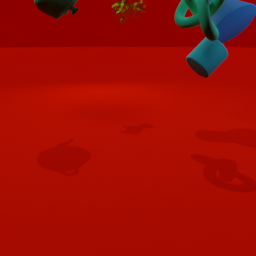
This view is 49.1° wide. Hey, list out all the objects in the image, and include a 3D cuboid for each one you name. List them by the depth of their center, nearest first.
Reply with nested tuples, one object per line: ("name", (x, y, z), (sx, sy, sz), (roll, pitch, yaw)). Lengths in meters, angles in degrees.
("knot shape", (1.586, -2.786, 6.404), (0.721, 1.560, 1.460), (-20, 26, -14))
("teapot", (-1.685, -3.310, 7.094), (1.277, 1.005, 2.053), (-46, 20, -3))
("cylinder", (2.252, -2.020, 8.016), (0.840, 0.840, 0.840), (-46, 24, 1))
("cone", (2.758, -3.552, 8.339), (1.417, 1.417, 1.423), (-13, 65, -34))
("cow figurine", (0.040, -3.805, 8.919), (1.041, 0.581, 1.058), (-34, -10, 6))
